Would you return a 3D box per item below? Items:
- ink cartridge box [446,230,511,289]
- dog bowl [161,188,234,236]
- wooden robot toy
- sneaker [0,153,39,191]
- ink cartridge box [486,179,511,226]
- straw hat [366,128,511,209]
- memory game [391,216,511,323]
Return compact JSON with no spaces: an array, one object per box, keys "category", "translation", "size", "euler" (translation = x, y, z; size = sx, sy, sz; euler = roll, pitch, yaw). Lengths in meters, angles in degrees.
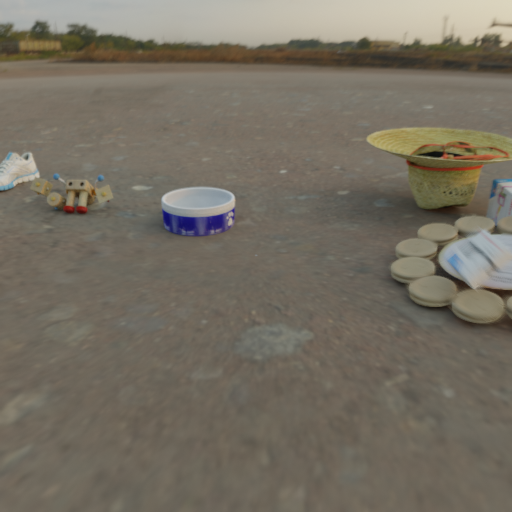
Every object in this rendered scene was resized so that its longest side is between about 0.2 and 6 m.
[{"category":"ink cartridge box","translation":[3.715,0.057,9.343],"size":[0.819,0.343,0.594],"euler":[-40,40,6]},{"category":"dog bowl","translation":[-1.359,-1.065,13.241],"size":[1.705,0.672,1.705],"euler":[0,23,0]},{"category":"wooden robot toy","translation":[-4.582,-1.486,14.435],"size":[2.221,0.978,1.008],"euler":[3,-12,8]},{"category":"sneaker","translation":[-7.221,-2.489,16.255],"size":[0.799,0.923,2.131],"euler":[8,26,15]},{"category":"ink cartridge box","translation":[5.926,-1.126,12.977],"size":[0.581,0.992,1.372],"euler":[0,23,-1]},{"category":"straw hat","translation":[4.708,-2.049,14.197],"size":[4.068,1.722,4.068],"euler":[-1,23,0]},{"category":"memory game","translation":[4.488,0.143,10.242],"size":[4.000,0.255,4.000],"euler":[-7,26,3]}]
